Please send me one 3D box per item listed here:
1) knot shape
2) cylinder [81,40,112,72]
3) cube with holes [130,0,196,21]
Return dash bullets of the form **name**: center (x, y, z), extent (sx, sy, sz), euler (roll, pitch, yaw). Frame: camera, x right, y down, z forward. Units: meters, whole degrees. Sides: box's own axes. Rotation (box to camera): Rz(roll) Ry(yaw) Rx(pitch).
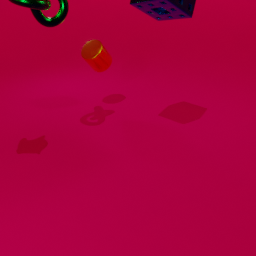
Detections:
- **knot shape**: center (-1.876, -2.805, 6.098), extent (0.627, 1.271, 1.358), euler (-21, 49, 34)
- **cylinder**: center (-0.978, -2.255, 8.821), extent (0.743, 0.743, 0.743), euler (-9, 65, 21)
- **cube with holes**: center (0.830, -3.062, 6.129), extent (1.008, 1.008, 1.008), euler (8, 6, -45)
